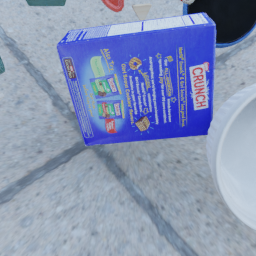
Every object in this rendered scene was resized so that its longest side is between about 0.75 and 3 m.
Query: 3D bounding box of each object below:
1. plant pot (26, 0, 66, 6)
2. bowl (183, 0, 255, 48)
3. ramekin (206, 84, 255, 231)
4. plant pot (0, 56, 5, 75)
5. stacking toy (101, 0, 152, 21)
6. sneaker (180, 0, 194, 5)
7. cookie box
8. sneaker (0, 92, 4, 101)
[{"bbox_3d":[-2.163,-4.316,7.034,1.536,2.175,1.537,-6,52,-13],"label":"plant pot"},{"bbox_3d":[2.443,-3.107,7.207,2.042,2.042,0.401,8,18,5],"label":"bowl"},{"bbox_3d":[2.728,0.394,5.019,2.715,2.715,1.425,2,11,1],"label":"ramekin"},{"bbox_3d":[-3.319,-1.424,5.772,1.165,1.739,1.739,-23,58,-8],"label":"plant pot"},{"bbox_3d":[0.137,-4.087,7.634,1.787,1.974,0.834,26,25,-33],"label":"stacking toy"},{"bbox_3d":[1.325,-3.433,6.276,0.522,0.473,1.229,5,86,-24],"label":"sneaker"},{"bbox_3d":[0.284,-0.921,5.889,2.829,2.420,1.063,-5,35,7],"label":"cookie box"},{"bbox_3d":[-3.050,-0.386,6.103,0.409,0.522,1.050,-13,30,38],"label":"sneaker"}]
